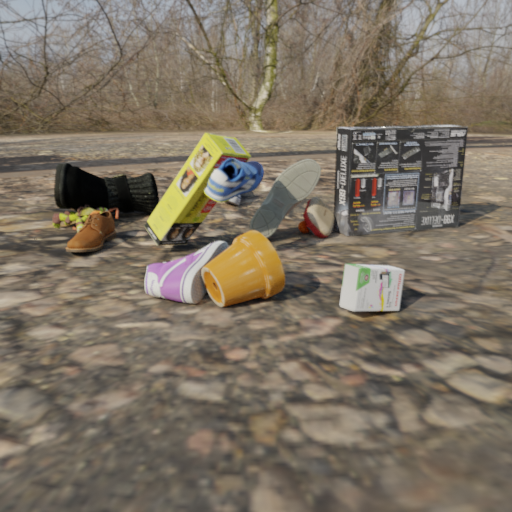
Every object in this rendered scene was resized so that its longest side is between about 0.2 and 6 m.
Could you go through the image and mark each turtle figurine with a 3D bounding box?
[{"bbox_3d":[-4.133,-0.900,13.249,1.324,0.529,1.641,-2,26,20],"label":"turtle figurine"}]

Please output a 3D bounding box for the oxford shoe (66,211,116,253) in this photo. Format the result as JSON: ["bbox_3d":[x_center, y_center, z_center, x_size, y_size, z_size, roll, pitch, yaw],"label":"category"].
[{"bbox_3d":[-3.500,-0.516,11.787,0.685,0.684,1.920,3,18,3],"label":"oxford shoe"}]

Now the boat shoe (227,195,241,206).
[{"bbox_3d":[-0.769,-2.057,16.591,0.829,0.757,2.303,24,10,-8],"label":"boat shoe"}]

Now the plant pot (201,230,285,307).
[{"bbox_3d":[-0.259,0.282,8.604,0.979,1.069,1.069,-26,26,-24],"label":"plant pot"}]

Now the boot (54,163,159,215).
[{"bbox_3d":[-3.609,-1.632,13.910,2.135,1.074,2.855,0,-2,1],"label":"boot"}]

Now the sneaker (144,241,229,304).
[{"bbox_3d":[-1.177,0.185,9.354,1.108,0.704,1.944,2,16,20],"label":"sneaker"}]

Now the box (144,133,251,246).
[{"bbox_3d":[-1.181,-1.247,10.956,0.920,2.445,0.613,-4,50,-53],"label":"box"}]

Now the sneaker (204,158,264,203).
[{"bbox_3d":[-0.310,-1.464,10.103,0.541,0.601,1.462,33,41,19],"label":"sneaker"}]

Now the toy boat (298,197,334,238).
[{"bbox_3d":[1.294,-0.797,12.834,0.775,0.774,1.186,-34,17,30],"label":"toy boat"}]

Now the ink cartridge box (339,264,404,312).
[{"bbox_3d":[1.691,0.465,8.142,0.876,0.635,0.368,3,7,-31],"label":"ink cartridge box"}]

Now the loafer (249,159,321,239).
[{"bbox_3d":[0.571,-1.254,12.403,0.774,2.153,0.677,41,-9,-4],"label":"loafer"}]

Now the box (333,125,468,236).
[{"bbox_3d":[3.359,-1.795,13.061,3.060,2.413,0.761,-6,17,-17],"label":"box"}]
